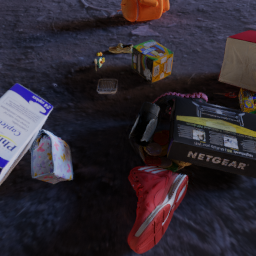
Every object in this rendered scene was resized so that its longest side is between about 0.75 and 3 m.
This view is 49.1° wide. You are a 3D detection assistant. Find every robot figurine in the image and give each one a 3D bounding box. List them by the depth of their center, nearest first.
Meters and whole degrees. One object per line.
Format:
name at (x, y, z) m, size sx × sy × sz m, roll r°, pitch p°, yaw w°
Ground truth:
robot figurine at (0.773, -6.240, 14.209) m, size 2.572 × 1.500 × 1.850 m, roll -11°, pitch 51°, yaw -10°

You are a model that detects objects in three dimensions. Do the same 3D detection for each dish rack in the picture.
dish rack at (-0.753, -1.514, 10.352) m, size 0.736 × 0.187 × 0.858 m, roll 1°, pitch 45°, yaw 2°

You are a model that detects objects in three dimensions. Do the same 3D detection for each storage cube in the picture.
storage cube at (4.483, -2.391, 9.883) m, size 1.911 × 1.633 × 1.718 m, roll 29°, pitch 40°, yaw 36°

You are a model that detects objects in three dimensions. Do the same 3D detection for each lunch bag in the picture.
lunch bag at (-1.955, 0.736, 7.152) m, size 0.764 × 1.019 × 1.202 m, roll -13°, pitch 69°, yaw 12°

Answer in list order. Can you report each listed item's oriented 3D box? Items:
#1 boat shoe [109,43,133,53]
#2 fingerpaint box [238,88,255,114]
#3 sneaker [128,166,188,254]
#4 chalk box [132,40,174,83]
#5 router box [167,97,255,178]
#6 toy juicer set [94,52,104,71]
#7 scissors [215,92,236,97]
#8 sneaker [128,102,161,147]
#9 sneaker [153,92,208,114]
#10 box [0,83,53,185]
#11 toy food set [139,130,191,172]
boat shoe at (-0.302, -3.519, 12.253) m, size 1.096 × 0.364 × 0.406 m, roll -1°, pitch 45°, yaw -1°
fingerpaint box at (4.345, -0.875, 9.544) m, size 0.933 × 0.410 × 1.119 m, roll 7°, pitch 45°, yaw 7°
sneaker at (0.379, 1.779, 6.689) m, size 1.365 × 0.926 × 2.363 m, roll 18°, pitch 35°, yaw 29°
chalk box at (0.816, -2.702, 10.951) m, size 1.028 × 1.035 × 1.658 m, roll -26°, pitch 52°, yaw -24°
router box at (2.505, 0.202, 7.905) m, size 2.644 × 0.691 × 2.079 m, roll 13°, pitch 40°, yaw 3°
toy juicer set at (-1.151, -2.752, 11.355) m, size 0.231 × 0.541 × 0.850 m, roll 3°, pitch 43°, yaw 15°
scissors at (3.494, -1.205, 10.128) m, size 0.812 × 0.057 × 0.297 m, roll -1°, pitch 47°, yaw -4°
sneaker at (0.478, -0.007, 7.918) m, size 0.663 × 2.208 × 1.152 m, roll 18°, pitch 80°, yaw 9°
sneaker at (1.744, -0.643, 9.191) m, size 1.897 × 0.750 × 0.905 m, roll -4°, pitch 59°, yaw -1°
box at (-3.143, 0.336, 6.993) m, size 1.139 × 1.997 × 2.171 m, roll 34°, pitch 45°, yaw -10°
toy food set at (1.054, 0.630, 7.993) m, size 1.518 × 0.373 × 1.533 m, roll -16°, pitch 49°, yaw -20°
